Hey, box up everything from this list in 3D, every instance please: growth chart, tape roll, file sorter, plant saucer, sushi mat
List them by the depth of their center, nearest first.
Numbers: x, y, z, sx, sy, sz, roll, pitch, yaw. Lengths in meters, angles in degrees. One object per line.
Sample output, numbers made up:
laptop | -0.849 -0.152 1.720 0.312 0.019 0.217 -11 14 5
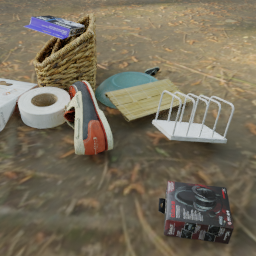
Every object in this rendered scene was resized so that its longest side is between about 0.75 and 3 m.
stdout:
file sorter | 1.567 -0.303 6.784 1.535 0.956 1.065 4 19 -21
tape roll | -2.350 -0.612 7.999 1.441 0.504 1.441 1 39 -1
sushi mat | 0.639 -0.885 8.244 2.509 0.152 1.200 -18 56 -33
growth chart | -3.091 -0.989 8.955 1.461 0.130 1.057 -10 37 -14
plant saucer | 0.122 -1.381 9.221 2.435 0.469 2.435 0 34 0

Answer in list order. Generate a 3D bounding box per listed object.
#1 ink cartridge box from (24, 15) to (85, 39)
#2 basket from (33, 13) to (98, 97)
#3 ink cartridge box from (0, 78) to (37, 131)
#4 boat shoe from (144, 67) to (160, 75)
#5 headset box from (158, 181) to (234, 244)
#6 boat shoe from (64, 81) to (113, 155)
ink cartridge box | -2.293 -3.222 8.855 1.379 0.302 1.392 20 31 10
basket | -2.083 -2.539 9.349 2.056 2.146 2.881 0 35 -4
ink cartridge box | -4.387 -0.590 8.005 2.415 0.848 2.971 11 28 15
boat shoe | 0.937 -2.101 10.506 0.792 0.285 0.268 -26 78 -42
headset box | 1.174 1.488 5.083 1.238 0.478 0.921 7 35 7
boat shoe | -1.224 -0.356 7.356 0.898 1.021 2.869 -14 42 -15
